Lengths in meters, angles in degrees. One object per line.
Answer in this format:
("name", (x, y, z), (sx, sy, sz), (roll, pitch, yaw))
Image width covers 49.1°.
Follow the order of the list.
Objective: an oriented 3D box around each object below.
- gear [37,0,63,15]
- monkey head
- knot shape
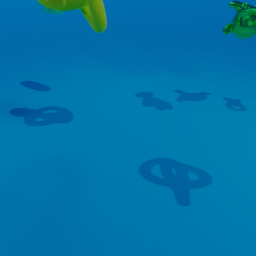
("gear", (-1.962, -3.838, 7.601), (1.386, 1.386, 0.256), (16, 16, 28))
("monkey head", (2.998, -2.832, 7.365), (1.398, 0.842, 1.005), (-13, 45, -30))
("knot shape", (-0.907, -2.656, 5.437), (1.863, 1.744, 0.861), (8, 59, 28))
